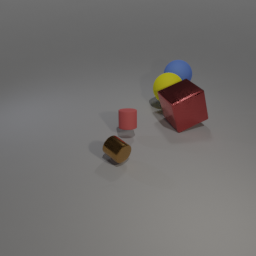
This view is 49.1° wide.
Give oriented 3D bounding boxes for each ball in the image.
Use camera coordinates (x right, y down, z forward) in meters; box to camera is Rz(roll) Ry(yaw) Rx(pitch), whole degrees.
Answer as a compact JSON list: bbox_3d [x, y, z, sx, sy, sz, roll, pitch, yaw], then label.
[{"bbox_3d":[2.472,-2.666,13.903,1.400,1.400,1.400,0,30,0],"label":"ball"},{"bbox_3d":[1.840,-1.812,12.781,1.400,1.400,1.400,0,30,0],"label":"ball"}]

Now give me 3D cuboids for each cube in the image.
[{"bbox_3d":[2.235,-0.937,11.437,1.400,1.400,1.400,-25,35,-6],"label":"cube"}]

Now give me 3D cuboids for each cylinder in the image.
[{"bbox_3d":[-0.367,0.707,9.315,0.700,0.700,0.700,-27,46,-38],"label":"cylinder"},{"bbox_3d":[-0.009,-0.345,10.599,0.700,0.700,0.700,-1,14,0],"label":"cylinder"}]
